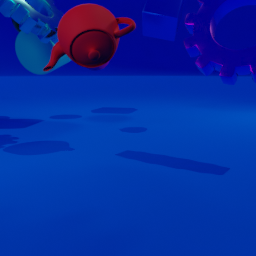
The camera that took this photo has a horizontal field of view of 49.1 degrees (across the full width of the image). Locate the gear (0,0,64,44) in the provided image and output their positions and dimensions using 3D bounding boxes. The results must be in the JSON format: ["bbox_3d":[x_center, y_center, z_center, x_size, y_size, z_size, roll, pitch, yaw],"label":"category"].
[{"bbox_3d":[-2.095,-2.623,6.002,0.341,1.844,1.844,-39,-4,23],"label":"gear"}]

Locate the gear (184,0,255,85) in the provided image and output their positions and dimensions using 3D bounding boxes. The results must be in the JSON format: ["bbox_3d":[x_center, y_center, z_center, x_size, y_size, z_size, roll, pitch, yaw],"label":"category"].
[{"bbox_3d":[1.971,-1.742,4.798,1.972,1.972,0.365,6,-9,29],"label":"gear"}]

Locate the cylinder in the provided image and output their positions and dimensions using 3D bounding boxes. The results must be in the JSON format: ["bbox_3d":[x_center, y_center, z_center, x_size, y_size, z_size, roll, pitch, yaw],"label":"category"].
[{"bbox_3d":[-2.460,-2.453,8.533,1.343,1.343,1.343,4,28,17],"label":"cylinder"}]

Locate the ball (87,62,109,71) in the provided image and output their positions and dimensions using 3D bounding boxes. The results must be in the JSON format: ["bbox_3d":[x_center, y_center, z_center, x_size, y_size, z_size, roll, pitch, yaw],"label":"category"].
[{"bbox_3d":[-1.161,-2.561,9.830,1.075,1.075,1.075,0,12,0],"label":"ball"}]

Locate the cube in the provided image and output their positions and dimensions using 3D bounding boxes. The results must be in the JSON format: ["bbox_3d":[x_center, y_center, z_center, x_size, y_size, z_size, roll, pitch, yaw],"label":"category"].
[{"bbox_3d":[1.398,-4.547,11.200,1.366,1.366,1.366,14,-19,9],"label":"cube"}]

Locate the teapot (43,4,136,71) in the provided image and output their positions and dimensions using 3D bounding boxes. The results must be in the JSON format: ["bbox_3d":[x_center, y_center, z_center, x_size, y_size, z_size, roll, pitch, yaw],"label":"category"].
[{"bbox_3d":[-0.826,-1.751,5.707,2.064,1.283,1.010,-21,54,7],"label":"teapot"}]

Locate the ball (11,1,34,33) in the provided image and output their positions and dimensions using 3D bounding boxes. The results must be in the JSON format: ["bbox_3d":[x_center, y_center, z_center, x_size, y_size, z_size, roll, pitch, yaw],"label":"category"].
[{"bbox_3d":[-3.185,-3.604,9.253,1.251,1.251,1.251,0,12,0],"label":"ball"}]
